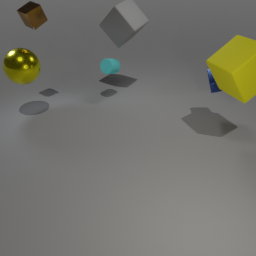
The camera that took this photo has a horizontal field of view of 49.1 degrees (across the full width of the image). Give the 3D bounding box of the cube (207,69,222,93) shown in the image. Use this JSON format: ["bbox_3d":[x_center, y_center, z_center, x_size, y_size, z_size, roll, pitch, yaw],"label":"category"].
[{"bbox_3d":[3.570,-1.911,11.096,0.700,0.700,0.700,-10,61,18],"label":"cube"}]

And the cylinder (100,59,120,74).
[{"bbox_3d":[-0.828,-2.889,13.124,0.700,0.700,0.700,17,19,26],"label":"cylinder"}]

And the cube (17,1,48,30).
[{"bbox_3d":[-3.723,-4.391,10.919,0.700,0.700,0.700,31,67,31],"label":"cube"}]

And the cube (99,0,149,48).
[{"bbox_3d":[-0.176,-4.905,13.081,1.400,1.400,1.400,-30,15,49],"label":"cube"}]

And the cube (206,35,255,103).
[{"bbox_3d":[3.747,-1.962,9.277,1.400,1.400,1.400,-40,37,2],"label":"cube"}]

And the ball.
[{"bbox_3d":[-4.145,-2.412,10.970,1.400,1.400,1.400,0,30,0],"label":"ball"}]
